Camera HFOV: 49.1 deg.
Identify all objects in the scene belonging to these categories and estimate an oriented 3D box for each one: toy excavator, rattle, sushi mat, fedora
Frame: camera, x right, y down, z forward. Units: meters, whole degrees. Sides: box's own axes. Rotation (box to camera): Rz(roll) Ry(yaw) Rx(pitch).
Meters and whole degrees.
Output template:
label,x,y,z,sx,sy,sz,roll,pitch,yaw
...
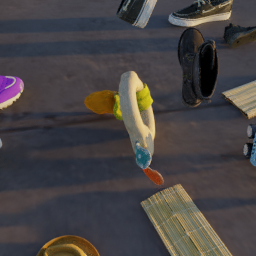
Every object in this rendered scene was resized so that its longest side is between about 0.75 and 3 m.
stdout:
label,x,y,z,sx,sy,sz,roll,pitch,yaw
toy excavator,3.149,0.730,6.164,0.745,1.450,1.491,3,18,2
rattle,-0.252,0.100,6.632,1.922,1.752,2.691,-5,66,4
sushi mat,4.136,-1.058,8.392,2.488,0.151,1.190,-20,48,-18
sushi mat,1.162,2.072,5.383,1.018,0.129,2.129,-20,49,-17
fedora,-1.089,2.362,4.850,1.234,0.503,1.234,0,46,0

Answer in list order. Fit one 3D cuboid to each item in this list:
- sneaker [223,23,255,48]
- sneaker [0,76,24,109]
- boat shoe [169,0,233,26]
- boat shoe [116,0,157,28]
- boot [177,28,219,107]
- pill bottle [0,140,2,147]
label,x,y,z,sx,sy,sz,roll,pitch,yaw
sneaker,4.287,-3.626,10.512,1.683,0.644,0.964,-22,56,-13
sneaker,-4.458,-1.213,7.622,2.924,1.454,1.017,-9,46,-8
boat shoe,3.006,-4.917,11.576,2.818,0.897,0.996,-15,48,-14
boat shoe,0.458,-3.584,6.215,0.805,2.528,0.894,17,17,-17
boot,1.046,-0.974,4.043,0.493,1.239,1.423,-2,84,3
pill bottle,-3.861,0.755,5.864,1.279,1.279,2.210,21,49,19
